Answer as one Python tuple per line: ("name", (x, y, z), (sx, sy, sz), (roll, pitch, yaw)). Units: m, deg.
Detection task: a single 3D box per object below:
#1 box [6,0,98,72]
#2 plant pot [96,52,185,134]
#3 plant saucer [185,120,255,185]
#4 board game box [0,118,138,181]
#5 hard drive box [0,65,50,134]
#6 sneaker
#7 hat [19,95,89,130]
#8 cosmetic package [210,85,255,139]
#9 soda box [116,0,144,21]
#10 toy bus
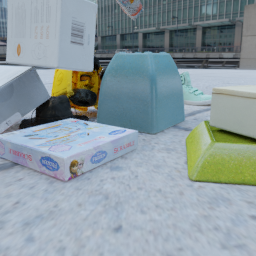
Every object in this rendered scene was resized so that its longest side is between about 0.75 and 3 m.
("box", (-1.932, -2.307, 6.925), (2.119, 1.614, 1.127), (15, 14, 36))
("plant pot", (0.456, -1.294, 9.128), (2.260, 2.302, 2.253), (9, 18, 33))
("plant saucer", (2.631, 0.375, 5.984), (2.681, 0.642, 2.677), (3, 15, 10))
("board game box", (-1.362, 0.335, 6.438), (2.331, 0.481, 2.337), (11, 18, 35))
("hard drive box", (-4.136, -0.918, 8.458), (2.813, 1.080, 2.192), (13, 46, 42))
("sneaker", (2.951, -1.846, 12.897), (2.470, 1.457, 0.909), (11, 16, 31))
("hat", (-2.362, -0.583, 9.057), (2.408, 0.971, 2.408), (1, 14, 0))
("cosmetic package", (2.944, -0.265, 5.387), (1.292, 0.912, 2.496), (-8, 15, -29))
("soda box", (-0.011, -4.854, 10.633), (0.682, 0.634, 1.993), (45, 11, 11))
("toy bus", (-1.684, -1.342, 10.640), (2.466, 1.743, 2.569), (-18, -27, 41))
